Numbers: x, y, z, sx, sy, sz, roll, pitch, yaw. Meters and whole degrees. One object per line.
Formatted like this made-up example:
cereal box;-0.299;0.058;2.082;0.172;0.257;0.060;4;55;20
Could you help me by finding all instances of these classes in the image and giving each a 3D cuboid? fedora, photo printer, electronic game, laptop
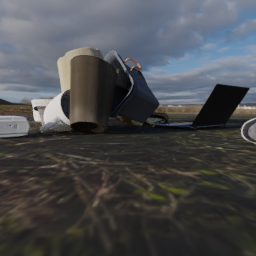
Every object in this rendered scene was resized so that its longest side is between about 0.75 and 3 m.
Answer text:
fedora;-3.323;-0.451;12.233;1.519;0.776;1.718;2;-4;1
photo printer;-3.542;-0.053;7.892;1.332;0.556;1.600;-3;4;-26
electronic game;0.677;-1.980;14.483;0.495;2.378;2.378;-18;-1;17
laptop;3.011;-0.822;11.452;2.646;1.637;2.825;-3;5;-43

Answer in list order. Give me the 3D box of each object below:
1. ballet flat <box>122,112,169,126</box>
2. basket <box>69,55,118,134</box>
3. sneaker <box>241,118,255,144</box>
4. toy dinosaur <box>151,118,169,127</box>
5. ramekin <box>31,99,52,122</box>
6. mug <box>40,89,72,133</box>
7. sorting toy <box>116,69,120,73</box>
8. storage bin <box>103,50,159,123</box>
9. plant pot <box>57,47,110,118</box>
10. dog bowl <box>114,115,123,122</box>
ballet flat;0.860;-0.379;12.924;2.237;0.759;0.809;3;22;-10
basket;-1.106;-0.908;8.423;1.313;1.931;1.741;-8;-23;29
sneaker;2.785;0.083;4.848;1.735;0.655;0.987;6;3;37
toy dinosaur;1.431;-0.214;12.092;0.503;0.271;1.142;-27;-15;35
ramekin;-4.627;-1.090;17.647;2.752;1.341;2.752;0;3;0
mug;-2.213;-0.376;9.140;1.416;1.192;1.615;-22;19;42
sorting toy;-0.571;-1.625;9.325;0.886;0.150;0.427;-37;30;-6
storage bin;0.023;-1.392;9.783;1.629;1.765;2.425;21;30;-39
plant pot;-1.632;-1.722;11.528;2.851;2.610;2.851;-17;-7;-2
dog bowl;-0.255;-1.489;15.234;0.938;2.545;2.545;-13;-3;27
